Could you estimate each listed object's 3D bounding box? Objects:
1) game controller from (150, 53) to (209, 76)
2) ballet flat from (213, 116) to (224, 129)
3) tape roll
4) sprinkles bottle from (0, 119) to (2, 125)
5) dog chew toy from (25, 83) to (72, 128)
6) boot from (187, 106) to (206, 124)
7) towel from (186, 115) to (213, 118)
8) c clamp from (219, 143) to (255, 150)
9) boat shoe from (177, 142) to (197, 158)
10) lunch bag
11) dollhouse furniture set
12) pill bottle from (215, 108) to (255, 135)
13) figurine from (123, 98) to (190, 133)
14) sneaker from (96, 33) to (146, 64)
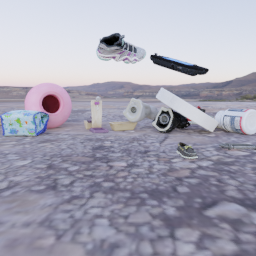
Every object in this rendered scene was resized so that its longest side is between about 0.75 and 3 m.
[{"bbox_3d":[2.123,-2.701,11.774,1.310,0.529,2.510,-18,35,-40],"label":"game controller"},{"bbox_3d":[4.052,-0.153,10.907,1.722,0.651,0.550,1,36,44],"label":"ballet flat"},{"bbox_3d":[2.147,-0.669,10.220,2.450,0.448,2.450,31,10,-6],"label":"tape roll"},{"bbox_3d":[-5.934,-0.337,12.462,1.208,0.412,0.412,4,8,28],"label":"sprinkles bottle"},{"bbox_3d":[-3.486,-0.879,11.869,1.830,1.830,2.938,-3,0,-26],"label":"dog chew toy"},{"bbox_3d":[2.985,-0.610,12.936,1.158,0.836,0.419,2,7,20],"label":"boot"},{"bbox_3d":[3.223,-0.538,14.305,2.111,0.365,2.033,5,5,12],"label":"towel"},{"bbox_3d":[2.897,0.462,7.079,1.089,0.148,0.931,1,7,8],"label":"c clamp"},{"bbox_3d":[1.319,0.502,6.334,0.295,0.249,0.827,-2,7,-13],"label":"boat shoe"},{"bbox_3d":[-3.482,-0.226,9.614,1.200,0.899,1.411,0,17,1],"label":"lunch bag"},{"bbox_3d":[-0.663,-0.573,10.786,1.808,1.283,1.433,-3,8,-22],"label":"dollhouse furniture set"},{"bbox_3d":[3.875,-0.268,10.043,0.863,0.863,1.443,-3,8,-26],"label":"pill bottle"},{"bbox_3d":[1.185,-0.445,10.887,2.123,0.914,2.071,20,8,31],"label":"figurine"},{"bbox_3d":[-0.176,-3.555,12.211,2.310,0.898,1.616,-4,-17,-13],"label":"sneaker"}]
